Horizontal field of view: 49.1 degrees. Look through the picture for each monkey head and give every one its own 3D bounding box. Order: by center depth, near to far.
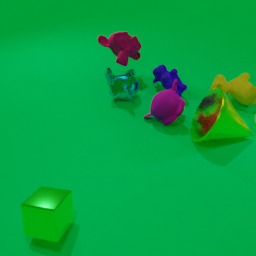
[{"bbox_3d":[1.282,-0.724,8.898,0.992,1.647,1.185,44,27,8],"label":"monkey head"},{"bbox_3d":[-0.196,-1.602,9.814,1.062,1.267,1.762,-12,40,16],"label":"monkey head"},{"bbox_3d":[-0.228,-2.959,10.662,1.896,1.364,1.143,18,-7,-23],"label":"monkey head"}]

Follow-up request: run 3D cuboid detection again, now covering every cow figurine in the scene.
[{"bbox_3d":[3.674,-1.271,9.654,1.519,0.847,1.544,-32,67,-21],"label":"cow figurine"},{"bbox_3d":[1.497,-1.703,10.289,0.782,1.402,1.424,-35,90,-4],"label":"cow figurine"}]

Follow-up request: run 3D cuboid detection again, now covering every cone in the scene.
[{"bbox_3d":[2.975,-0.072,8.173,1.665,1.659,1.659,23,38,-10],"label":"cone"}]

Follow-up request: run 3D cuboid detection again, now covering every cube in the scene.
[{"bbox_3d":[-1.638,1.753,5.795,0.757,0.757,0.757,5,19,14],"label":"cube"}]
